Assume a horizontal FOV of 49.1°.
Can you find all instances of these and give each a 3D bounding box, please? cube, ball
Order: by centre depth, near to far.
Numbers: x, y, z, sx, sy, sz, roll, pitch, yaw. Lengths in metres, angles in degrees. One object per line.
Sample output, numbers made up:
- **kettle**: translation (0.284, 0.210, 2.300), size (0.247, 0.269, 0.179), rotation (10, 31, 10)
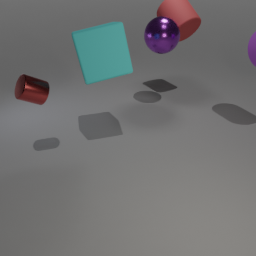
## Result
- **cube**: translation (-0.787, -2.241, 8.231), size (1.400, 1.400, 1.400), rotation (-16, 23, -5)
- **ball**: translation (1.323, -3.606, 10.898), size (1.400, 1.400, 1.400), rotation (0, 29, 0)

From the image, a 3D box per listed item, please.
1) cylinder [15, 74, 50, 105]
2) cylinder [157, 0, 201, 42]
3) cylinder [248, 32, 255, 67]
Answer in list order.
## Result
- **cylinder**: translation (-2.633, -1.044, 7.687), size (0.700, 0.700, 0.700), rotation (14, 15, -42)
- **cylinder**: translation (2.147, -4.663, 11.901), size (1.400, 1.400, 1.400), rotation (-19, 72, -30)
- **cylinder**: translation (4.994, -2.697, 9.239), size (1.400, 1.400, 1.400), rotation (-10, 11, -18)
